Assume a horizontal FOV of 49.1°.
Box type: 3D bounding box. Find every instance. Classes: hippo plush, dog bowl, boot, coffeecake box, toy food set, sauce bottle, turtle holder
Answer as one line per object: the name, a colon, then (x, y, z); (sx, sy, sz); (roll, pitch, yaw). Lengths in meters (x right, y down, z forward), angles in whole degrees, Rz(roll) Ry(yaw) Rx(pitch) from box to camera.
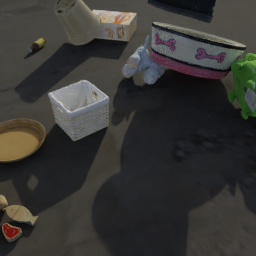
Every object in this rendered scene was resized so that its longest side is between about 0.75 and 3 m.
hippo plush: (0.573, -1.978, 9.240); (1.158, 1.148, 1.441); (37, 61, -4)
dog bowl: (2.096, -2.488, 9.005); (3.002, 1.107, 3.002); (12, 24, -5)
boot: (1.760, -4.365, 7.562); (2.035, 2.469, 0.810); (26, 28, 21)
coffeecake box: (-0.779, -4.522, 12.290); (2.048, 0.748, 1.572); (9, 40, 10)
toy food set: (-2.423, 1.708, 5.217); (1.296, 0.204, 0.824); (24, 45, 16)
sauce bottle: (-3.638, -3.299, 11.168); (0.305, 0.305, 0.923); (12, 40, 14)
turtle holder: (3.613, -1.192, 7.738); (1.386, 1.483, 1.952); (-11, 22, -3)

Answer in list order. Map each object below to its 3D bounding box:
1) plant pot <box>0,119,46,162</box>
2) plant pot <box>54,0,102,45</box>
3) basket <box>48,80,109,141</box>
plant pot: (-2.789, 0.316, 6.869); (1.542, 0.212, 1.542); (-1, 40, 1)
plant pot: (-2.064, -4.380, 11.064); (1.605, 1.469, 1.605); (-9, 65, 19)
basket: (-1.231, -0.477, 7.244); (1.176, 0.945, 1.165); (-27, 47, -28)
